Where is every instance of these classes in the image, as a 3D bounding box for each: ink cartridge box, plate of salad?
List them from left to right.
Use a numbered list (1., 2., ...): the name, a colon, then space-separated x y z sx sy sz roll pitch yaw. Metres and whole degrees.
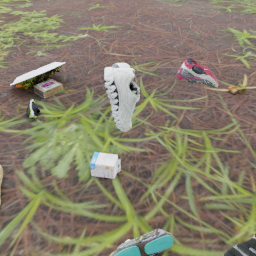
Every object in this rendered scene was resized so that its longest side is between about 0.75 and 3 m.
1. plate of salad: -4.374 -2.567 13.844 2.881 0.692 2.881 -20 18 7
2. ink cartridge box: -3.827 -1.906 13.478 0.878 0.400 1.065 29 45 32
3. ink cartridge box: -0.694 1.204 8.981 0.890 0.572 0.558 6 36 9

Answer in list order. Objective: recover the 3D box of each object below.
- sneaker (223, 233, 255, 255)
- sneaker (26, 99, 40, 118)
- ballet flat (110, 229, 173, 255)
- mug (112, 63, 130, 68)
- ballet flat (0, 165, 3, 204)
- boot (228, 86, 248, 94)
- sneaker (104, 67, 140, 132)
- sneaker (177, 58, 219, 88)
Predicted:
1. sneaker: 3.023 2.942 6.238 2.622 1.184 1.025 -40 40 -12
2. sneaker: -4.036 -0.761 11.986 0.530 0.459 1.281 17 29 -23
3. ballet flat: 0.257 2.891 6.756 1.702 0.612 0.612 -14 38 -19
4. mug: -0.403 -3.087 14.957 0.866 0.729 0.988 -20 9 -40
5. ballet flat: -4.208 1.519 8.339 0.867 0.803 2.460 -18 39 -19
6. boot: 5.297 -1.865 13.571 0.793 0.304 0.616 -15 34 -8
7. sneaker: -0.068 -0.786 8.363 0.936 2.310 0.868 -8 44 5
8. sneaker: 1.951 -1.437 7.739 1.449 0.541 0.584 18 41 -33
